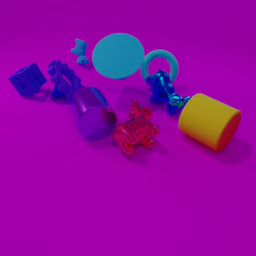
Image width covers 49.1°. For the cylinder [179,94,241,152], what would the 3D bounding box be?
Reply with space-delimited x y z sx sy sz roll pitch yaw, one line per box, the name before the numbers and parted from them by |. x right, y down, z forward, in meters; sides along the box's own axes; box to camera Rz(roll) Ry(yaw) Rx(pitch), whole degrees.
cylinder | 2.242 -0.161 7.716 1.229 1.229 1.229 32 48 32

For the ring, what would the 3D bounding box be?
ring | 1.125 -2.094 10.018 1.352 1.352 0.270 1 13 1

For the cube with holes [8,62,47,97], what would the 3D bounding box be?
cube with holes | -3.483 -1.685 9.774 0.767 0.767 0.767 -12 32 28

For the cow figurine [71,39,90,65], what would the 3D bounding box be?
cow figurine | -1.881 -3.102 11.534 0.959 0.975 0.535 34 19 27

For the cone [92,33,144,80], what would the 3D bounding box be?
cone | -0.234 -2.055 9.670 1.661 1.667 1.661 -2 72 5

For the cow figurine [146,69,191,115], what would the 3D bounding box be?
cow figurine | 1.270 -1.179 9.001 0.835 1.521 1.497 -17 7 -27

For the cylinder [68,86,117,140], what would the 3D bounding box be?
cylinder | -1.042 -0.445 8.149 1.155 1.155 1.155 -14 40 -17

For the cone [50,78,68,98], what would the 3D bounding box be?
cone | -2.124 -1.319 9.834 0.929 0.926 0.926 20 35 -18

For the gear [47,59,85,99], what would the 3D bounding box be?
gear | -2.049 -1.609 9.366 0.271 1.467 1.467 -35 34 20

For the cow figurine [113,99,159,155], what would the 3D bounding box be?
cow figurine | 0.148 -0.073 7.909 1.616 0.887 1.591 -17 46 -33
